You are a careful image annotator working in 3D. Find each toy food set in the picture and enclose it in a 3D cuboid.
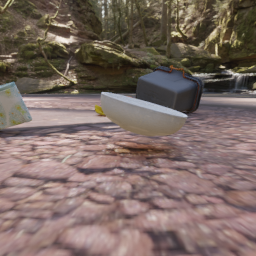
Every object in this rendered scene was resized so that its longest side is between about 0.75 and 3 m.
[{"bbox_3d":[-0.357,-0.991,11.560,2.146,0.701,1.263,-9,21,-40],"label":"toy food set"}]

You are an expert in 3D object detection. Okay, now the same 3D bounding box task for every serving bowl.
[{"bbox_3d":[0.234,-0.195,5.039,1.583,0.521,1.583,14,9,-2],"label":"serving bowl"}]

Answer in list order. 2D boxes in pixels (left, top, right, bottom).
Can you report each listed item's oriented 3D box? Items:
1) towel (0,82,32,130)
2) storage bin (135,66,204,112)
[{"bbox_3d":[-3.075,-0.519,6.960,1.203,1.030,0.290,-12,25,21],"label":"towel"},{"bbox_3d":[1.690,-1.685,12.261,2.604,1.895,1.749,27,32,32],"label":"storage bin"}]
